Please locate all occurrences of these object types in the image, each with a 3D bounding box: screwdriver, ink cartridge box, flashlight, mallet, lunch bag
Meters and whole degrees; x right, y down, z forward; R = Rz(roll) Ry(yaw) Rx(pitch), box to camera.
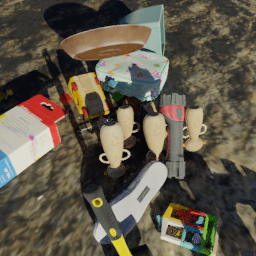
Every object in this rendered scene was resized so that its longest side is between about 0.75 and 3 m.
[{"bbox_3d":[-0.924,-0.109,8.951,1.469,0.214,0.205,-25,49,-18],"label":"screwdriver"},{"bbox_3d":[-3.083,0.227,8.076,1.534,0.888,2.640,30,52,27],"label":"ink cartridge box"},{"bbox_3d":[1.167,0.204,7.488,0.747,0.744,2.198,0,85,21],"label":"flashlight"},{"bbox_3d":[-0.052,1.903,4.942,0.954,2.897,0.596,-16,39,-10],"label":"mallet"},{"bbox_3d":[0.104,-1.989,10.261,2.503,0.965,2.008,14,49,14],"label":"lunch bag"}]

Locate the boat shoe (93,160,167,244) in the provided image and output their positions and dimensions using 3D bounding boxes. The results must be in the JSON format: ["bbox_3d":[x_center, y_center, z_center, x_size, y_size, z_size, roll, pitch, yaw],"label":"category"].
[{"bbox_3d":[0.023,1.714,6.766,2.403,0.825,0.680,-44,22,-26],"label":"boat shoe"}]

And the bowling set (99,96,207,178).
[{"bbox_3d":[0.557,0.063,8.101,2.996,1.608,2.085,-10,27,-8],"label":"bowling set"}]

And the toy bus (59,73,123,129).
[{"bbox_3d":[-1.249,-0.855,9.115,1.727,0.946,1.830,26,63,-9],"label":"toy bus"}]

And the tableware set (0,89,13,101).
[{"bbox_3d":[-4.877,-1.216,10.049,1.405,0.216,0.947,-3,42,-2],"label":"tableware set"}]

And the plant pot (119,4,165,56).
[{"bbox_3d":[0.539,-3.850,11.672,1.839,1.800,1.805,1,44,13],"label":"plant pot"}]

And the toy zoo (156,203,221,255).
[{"bbox_3d":[1.359,2.291,6.502,1.436,0.147,0.942,15,44,14],"label":"toy zoo"}]

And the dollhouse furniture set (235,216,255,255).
[{"bbox_3d":[3.099,2.821,5.839,2.280,1.306,2.674,6,21,6],"label":"dollhouse furniture set"}]

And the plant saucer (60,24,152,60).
[{"bbox_3d":[-0.652,-2.622,8.928,2.910,0.501,2.910,-9,7,1],"label":"plant saucer"}]
